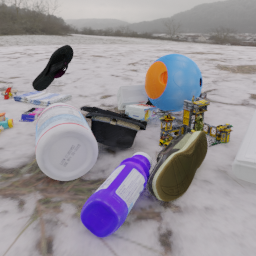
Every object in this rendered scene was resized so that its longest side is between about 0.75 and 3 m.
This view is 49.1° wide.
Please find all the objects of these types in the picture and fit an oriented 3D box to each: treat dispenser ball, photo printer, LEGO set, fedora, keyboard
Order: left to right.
[{"bbox_3d":[-0.469,0.148,9.091,2.026,0.925,2.026,13,-4,1],"label":"fedora"},{"bbox_3d":[-0.217,-0.364,10.032,1.769,0.287,2.785,15,1,38],"label":"keyboard"},{"bbox_3d":[1.855,-1.831,11.506,2.361,2.361,2.361,0,21,0],"label":"treat dispenser ball"},{"bbox_3d":[2.292,-0.262,9.632,2.622,1.519,2.016,-10,23,-24],"label":"LEGO set"},{"bbox_3d":[4.262,0.406,7.473,2.220,0.927,2.669,11,47,32],"label":"photo printer"}]

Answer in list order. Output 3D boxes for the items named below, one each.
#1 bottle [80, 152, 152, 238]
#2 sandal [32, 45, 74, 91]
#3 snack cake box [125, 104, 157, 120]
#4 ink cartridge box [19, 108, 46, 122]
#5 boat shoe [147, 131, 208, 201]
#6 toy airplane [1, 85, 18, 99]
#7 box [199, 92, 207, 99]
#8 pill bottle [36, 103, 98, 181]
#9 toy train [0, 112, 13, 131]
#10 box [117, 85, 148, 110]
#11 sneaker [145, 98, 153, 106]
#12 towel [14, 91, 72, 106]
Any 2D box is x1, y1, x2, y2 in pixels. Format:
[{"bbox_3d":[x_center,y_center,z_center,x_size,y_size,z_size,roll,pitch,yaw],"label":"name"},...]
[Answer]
[{"bbox_3d":[-0.089,1.304,6.287,0.807,1.033,2.472,41,29,4],"label":"bottle"},{"bbox_3d":[-3.185,-2.494,12.361,1.004,2.671,0.639,1,49,-57],"label":"sandal"},{"bbox_3d":[0.576,-0.687,11.754,0.844,0.493,1.467,11,12,26],"label":"snack cake box"},{"bbox_3d":[-4.194,-0.593,12.301,0.642,0.251,1.356,3,24,9],"label":"ink cartridge box"},{"bbox_3d":[1.240,0.931,7.441,0.952,1.035,2.897,-5,21,39],"label":"boat shoe"},{"bbox_3d":[-6.436,-1.934,15.221,0.849,0.602,0.853,-40,48,-11],"label":"toy airplane"},{"bbox_3d":[2.408,-1.715,14.597,2.106,0.642,2.613,-14,25,-28],"label":"box"},{"bbox_3d":[-1.932,0.201,8.353,1.585,1.585,2.914,-6,22,-16],"label":"pill bottle"},{"bbox_3d":[-5.456,-0.157,10.636,1.636,0.606,2.178,9,23,21],"label":"toy train"},{"bbox_3d":[0.172,-1.393,12.843,1.223,0.799,1.216,-6,-10,-11],"label":"box"},{"bbox_3d":[0.614,-1.553,14.045,1.903,0.742,0.811,2,20,5],"label":"sneaker"},{"bbox_3d":[-4.484,-1.627,14.841,2.565,0.305,1.884,10,23,24],"label":"towel"}]
